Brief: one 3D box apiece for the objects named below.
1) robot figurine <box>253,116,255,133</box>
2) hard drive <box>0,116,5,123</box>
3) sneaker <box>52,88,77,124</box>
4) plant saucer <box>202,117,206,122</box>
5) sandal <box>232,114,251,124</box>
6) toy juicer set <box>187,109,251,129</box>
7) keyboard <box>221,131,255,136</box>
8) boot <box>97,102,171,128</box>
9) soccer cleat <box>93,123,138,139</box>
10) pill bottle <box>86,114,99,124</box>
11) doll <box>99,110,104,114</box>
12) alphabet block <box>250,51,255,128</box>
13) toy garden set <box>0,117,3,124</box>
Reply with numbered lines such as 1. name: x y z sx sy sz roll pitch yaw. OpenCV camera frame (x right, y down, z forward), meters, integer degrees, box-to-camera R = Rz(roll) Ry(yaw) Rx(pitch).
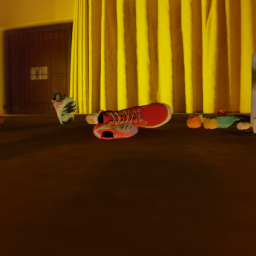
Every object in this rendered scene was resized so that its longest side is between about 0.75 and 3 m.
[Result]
1. robot figurine: 3.573 -0.081 6.509 1.201 0.678 1.019 3 26 40
2. hard drive: -7.243 -0.413 13.929 1.916 0.406 1.292 -3 4 -35
3. sneaker: -2.959 -1.196 12.398 0.841 1.514 2.164 -21 -14 -26
4. plant saucer: 4.474 -0.466 15.727 1.191 0.285 1.189 -1 4 -3
5. sandal: 5.499 -0.396 13.083 1.990 0.476 0.748 3 5 43
6. toy juicer set: 3.496 -0.352 10.559 2.642 0.719 1.681 2 4 23
7. keyboard: 3.120 0.139 7.696 1.073 0.110 0.682 0 4 20
8. boot: 0.149 -0.404 10.310 2.569 0.930 1.853 -8 -2 41
9. soccer cleat: -0.251 0.111 6.670 1.175 0.392 0.449 3 30 -29
10. pill bottle: -1.591 -0.447 13.676 0.887 0.497 0.497 4 5 42
11. doll: -0.980 -0.596 15.417 1.612 0.573 2.363 7 7 -23
12. alphabet block: 6.064 -1.295 9.640 2.766 2.716 2.702 -3 6 -44
13. toy garden set: -6.662 -0.378 12.543 1.604 0.384 1.925 -4 12 -38
